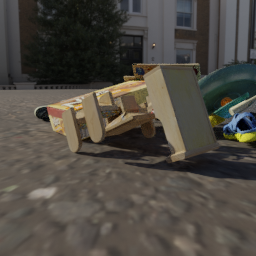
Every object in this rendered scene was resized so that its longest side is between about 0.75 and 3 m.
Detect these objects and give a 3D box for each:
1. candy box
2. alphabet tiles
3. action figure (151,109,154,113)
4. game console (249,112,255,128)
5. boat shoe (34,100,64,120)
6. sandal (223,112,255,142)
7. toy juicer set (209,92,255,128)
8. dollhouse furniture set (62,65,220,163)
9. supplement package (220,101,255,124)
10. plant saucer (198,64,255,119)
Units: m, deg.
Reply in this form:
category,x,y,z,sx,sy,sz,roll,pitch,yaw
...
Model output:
category,x,y,z,sx,sy,sz,roll,pitch,yaw
candy box,-0.504,-0.569,7.282,2.722,0.753,1.571,-23,20,-31
alphabet tiles,1.022,-0.992,8.335,2.358,1.971,0.089,7,40,28
action figure,0.847,-0.303,5.172,0.997,0.325,0.494,-7,15,30
game console,3.353,-0.206,6.063,1.223,0.712,1.075,16,-28,13
boat shoe,-2.344,-0.587,9.601,1.580,0.590,0.524,-11,29,-34
sandal,2.455,-0.043,6.120,0.540,0.592,1.359,-11,2,-3
toy juicer set,2.215,-0.432,6.454,1.108,0.474,1.741,-25,-10,-28
dollhouse furniture set,0.298,0.004,5.153,2.029,1.437,2.209,-8,-11,-42
supplement package,3.341,-0.919,8.948,1.942,1.139,1.135,-5,35,-29
plant saucer,2.479,-0.762,7.173,2.201,0.302,2.201,-11,-31,-6
